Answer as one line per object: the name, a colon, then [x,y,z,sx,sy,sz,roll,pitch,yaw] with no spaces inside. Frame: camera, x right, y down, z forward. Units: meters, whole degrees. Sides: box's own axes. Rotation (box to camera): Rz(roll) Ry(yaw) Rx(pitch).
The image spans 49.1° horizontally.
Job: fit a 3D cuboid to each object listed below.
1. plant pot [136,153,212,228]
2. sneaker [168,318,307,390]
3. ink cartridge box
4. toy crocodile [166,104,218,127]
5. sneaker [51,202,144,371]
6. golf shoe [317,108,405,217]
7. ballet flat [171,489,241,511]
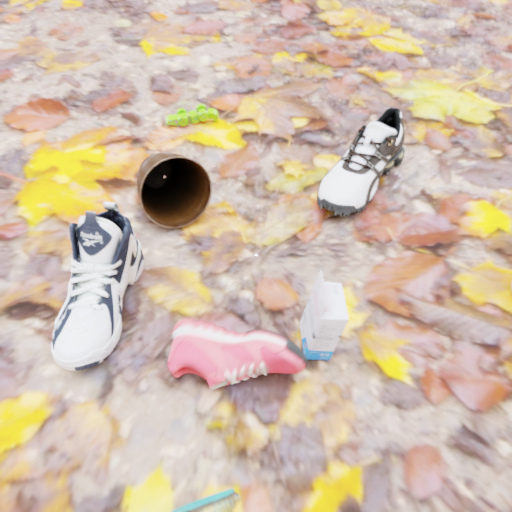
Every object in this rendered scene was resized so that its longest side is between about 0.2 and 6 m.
plant pot: [-1.949,-1.596,12.065,1.530,1.530,1.637,-19,31,-18]
sneaker: [-0.349,1.767,9.124,2.345,0.864,1.017,7,56,16]
ink cartridge box: [1.143,1.002,9.294,0.469,1.405,0.814,6,44,-9]
toy crocodile: [-1.684,-3.631,14.729,1.397,0.431,0.471,-13,47,-7]
sneaker: [-2.826,0.284,9.638,1.207,1.968,3.024,10,45,12]
golf shoe: [2.343,-2.183,12.477,1.247,1.515,3.207,24,51,21]
ballet flat: [-1.329,3.714,7.129,2.487,0.879,0.879,-12,46,-13]
